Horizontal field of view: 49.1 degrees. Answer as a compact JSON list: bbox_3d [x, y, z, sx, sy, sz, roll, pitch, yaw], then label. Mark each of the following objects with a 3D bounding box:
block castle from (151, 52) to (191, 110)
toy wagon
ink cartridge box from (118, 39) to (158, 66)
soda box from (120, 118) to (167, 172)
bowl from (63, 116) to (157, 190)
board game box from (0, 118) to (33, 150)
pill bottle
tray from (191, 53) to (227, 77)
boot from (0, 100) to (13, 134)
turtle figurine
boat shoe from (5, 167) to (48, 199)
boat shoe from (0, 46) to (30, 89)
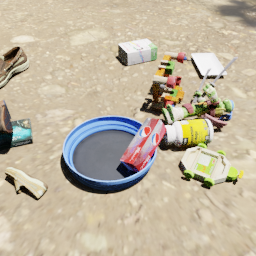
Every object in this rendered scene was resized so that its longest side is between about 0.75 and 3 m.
[{"bbox_3d":[1.566,-1.653,9.994,1.014,1.445,2.162,13,43,13],"label":"block castle"},{"bbox_3d":[2.290,1.072,7.655,1.622,0.321,1.258,20,45,21],"label":"toy wagon"},{"bbox_3d":[0.422,-3.465,12.738,1.509,0.633,1.092,-16,43,-18],"label":"ink cartridge box"},{"bbox_3d":[0.448,0.450,7.684,0.534,0.484,1.526,10,59,45],"label":"soda box"},{"bbox_3d":[-0.502,0.644,7.998,2.629,0.516,2.629,0,41,0],"label":"bowl"},{"bbox_3d":[-3.836,0.225,8.716,1.622,0.228,1.097,-12,42,-14],"label":"board game box"},{"bbox_3d":[1.774,0.157,8.382,1.356,0.762,0.762,-5,41,-6],"label":"pill bottle"},{"bbox_3d":[3.478,-2.734,12.206,1.069,0.221,1.991,-2,40,-3],"label":"tray"},{"bbox_3d":[-4.119,-0.197,8.437,1.068,0.823,2.204,-20,25,-17],"label":"boot"},{"bbox_3d":[2.187,-1.018,8.966,2.214,2.284,1.643,-18,27,-7],"label":"turtle figurine"},{"bbox_3d":[-2.711,1.415,7.182,1.293,0.463,0.492,18,55,20],"label":"boat shoe"},{"bbox_3d":[-5.168,-2.427,11.188,1.056,1.058,2.860,13,42,15],"label":"boat shoe"}]
